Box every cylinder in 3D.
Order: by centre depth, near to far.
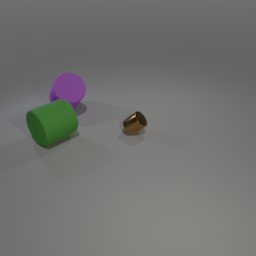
[{"bbox_3d":[-2.827,-0.223,10.487,1.400,1.400,1.400,26,41,37],"label":"cylinder"},{"bbox_3d":[0.278,-0.192,10.999,0.700,0.700,0.700,-34,14,30],"label":"cylinder"},{"bbox_3d":[-2.713,-1.576,12.454,1.400,1.400,1.400,-15,-5,-24],"label":"cylinder"}]
